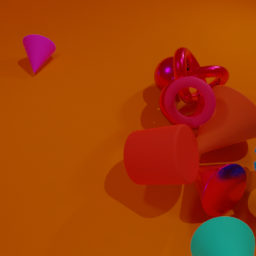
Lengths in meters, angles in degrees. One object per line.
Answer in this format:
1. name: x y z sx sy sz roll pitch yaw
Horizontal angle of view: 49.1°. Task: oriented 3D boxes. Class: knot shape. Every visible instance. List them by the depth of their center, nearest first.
1. knot shape: 1.629 -1.197 7.310 2.022 1.892 0.934 -39 34 -10

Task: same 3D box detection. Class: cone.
1. cone: 1.627 2.155 4.311 1.109 1.109 1.114 1 13 1
2. cone: 1.720 1.101 6.221 1.206 1.206 1.211 -24 27 -19
3. cone: 2.085 0.125 6.745 1.642 1.636 1.636 -42 60 -7
4. cone: -2.921 -2.219 8.971 1.051 1.051 1.055 2 70 2

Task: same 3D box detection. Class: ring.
1. ring: 1.395 -0.578 6.374 1.181 1.181 0.236 25 29 20

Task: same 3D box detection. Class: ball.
1. ball: 1.306 -1.488 8.045 1.119 1.119 1.119 0 50 0

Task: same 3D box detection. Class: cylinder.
1. cylinder: 0.722 0.587 5.944 1.208 1.208 1.208 -8 42 34

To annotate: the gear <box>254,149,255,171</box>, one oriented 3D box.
1. gear: 3.444 1.091 5.759 1.941 0.359 1.941 18 50 -24
